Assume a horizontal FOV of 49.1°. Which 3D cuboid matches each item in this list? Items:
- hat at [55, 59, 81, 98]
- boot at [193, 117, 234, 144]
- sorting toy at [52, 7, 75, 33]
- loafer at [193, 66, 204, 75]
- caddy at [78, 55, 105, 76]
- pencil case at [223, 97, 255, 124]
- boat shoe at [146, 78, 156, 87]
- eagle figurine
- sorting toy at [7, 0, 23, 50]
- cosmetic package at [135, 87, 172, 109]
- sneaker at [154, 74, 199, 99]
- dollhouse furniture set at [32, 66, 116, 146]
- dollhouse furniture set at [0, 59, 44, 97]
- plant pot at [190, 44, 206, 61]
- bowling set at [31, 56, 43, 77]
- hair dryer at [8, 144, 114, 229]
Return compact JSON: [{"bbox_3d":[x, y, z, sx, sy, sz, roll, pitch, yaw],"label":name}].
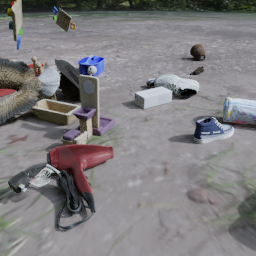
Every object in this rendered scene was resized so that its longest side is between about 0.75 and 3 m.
[{"bbox_3d":[-2.194,-1.652,10.649,0.868,2.153,2.153,-44,27,12],"label":"hat"},{"bbox_3d":[2.477,-0.019,7.891,1.406,0.635,0.511,-15,31,-27],"label":"boot"},{"bbox_3d":[-1.848,-3.130,8.151,0.948,0.534,0.129,41,45,12],"label":"sorting toy"},{"bbox_3d":[3.421,-2.822,13.642,0.319,0.311,0.873,20,33,33],"label":"loafer"},{"bbox_3d":[-1.766,-3.125,13.672,1.118,0.830,1.582,6,28,14],"label":"caddy"},{"bbox_3d":[3.882,-0.480,8.558,1.911,0.794,0.867,6,-10,14],"label":"pencil case"},{"bbox_3d":[1.421,-1.955,11.795,1.262,0.466,0.431,-8,25,-15],"label":"boat shoe"},{"bbox_3d":[-3.620,-1.187,9.105,2.690,2.030,2.041,-8,36,-37],"label":"eagle figurine"},{"bbox_3d":[-3.387,-3.357,8.376,0.277,2.036,1.146,5,51,-14],"label":"sorting toy"},{"bbox_3d":[0.923,-1.115,10.205,1.250,0.445,0.634,-16,31,-27],"label":"cosmetic package"},{"bbox_3d":[1.855,-1.619,10.922,1.806,0.682,1.039,9,27,11],"label":"sneaker"},{"bbox_3d":[-1.998,-0.818,8.044,2.689,1.908,2.130,12,30,22],"label":"dollhouse furniture set"},{"bbox_3d":[-4.685,-2.408,11.874,1.587,1.199,2.948,22,35,36],"label":"dollhouse furniture set"},{"bbox_3d":[4.072,-4.224,15.969,0.799,0.799,0.854,-6,45,-12],"label":"plant pot"},{"bbox_3d":[-4.036,-2.239,11.778,1.128,0.870,1.621,-28,50,-25],"label":"bowling set"},{"bbox_3d":[-1.114,1.063,6.109,1.824,0.650,2.394,28,41,17],"label":"hair dryer"}]
